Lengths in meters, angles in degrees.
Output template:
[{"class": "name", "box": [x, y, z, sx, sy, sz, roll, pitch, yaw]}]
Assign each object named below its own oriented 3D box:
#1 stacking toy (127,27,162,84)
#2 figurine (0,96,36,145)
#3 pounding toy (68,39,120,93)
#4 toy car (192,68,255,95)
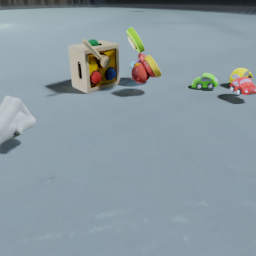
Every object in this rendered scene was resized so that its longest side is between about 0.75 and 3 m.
[{"class": "stacking toy", "box": [0.211, -2.282, 9.368, 0.836, 1.791, 1.978, -33, 10, 2]}, {"class": "figurine", "box": [-3.154, 0.116, 5.730, 1.857, 0.799, 1.812, 14, 52, 15]}, {"class": "pounding toy", "box": [-1.085, -2.188, 9.261, 1.679, 1.824, 1.297, -24, 36, -37]}, {"class": "toy car", "box": [3.160, -1.609, 9.376, 2.033, 0.482, 2.161, 2, 24, 20]}]
